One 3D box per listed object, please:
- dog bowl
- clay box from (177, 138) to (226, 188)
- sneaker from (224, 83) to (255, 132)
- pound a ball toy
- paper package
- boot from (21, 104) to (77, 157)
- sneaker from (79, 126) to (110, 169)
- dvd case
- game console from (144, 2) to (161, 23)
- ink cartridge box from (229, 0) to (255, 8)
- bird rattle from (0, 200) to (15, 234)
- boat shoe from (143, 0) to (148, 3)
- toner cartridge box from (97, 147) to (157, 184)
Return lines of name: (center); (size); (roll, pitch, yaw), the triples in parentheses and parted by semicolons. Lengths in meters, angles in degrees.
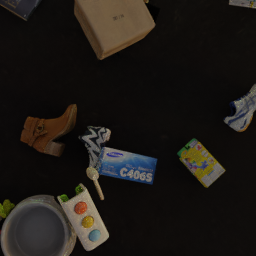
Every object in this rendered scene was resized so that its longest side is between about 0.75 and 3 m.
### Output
dog bowl: (-3.280, 3.860, 10.186); (2.743, 0.804, 2.743); (0, 83, 1)
clay box: (2.752, 1.311, 10.725); (0.977, 0.405, 1.700); (-41, 84, -5)
sneaker: (4.504, -0.944, 10.840); (0.933, 0.797, 2.118); (29, 83, 4)
pound a ball toy: (-1.279, 2.740, 9.477); (1.542, 1.005, 2.365); (-28, 111, -20)
paper package: (-0.550, -4.131, 10.579); (2.352, 1.217, 2.242); (-30, 96, -14)
boot: (-3.030, -0.130, 10.815); (1.698, 0.839, 2.187); (21, 90, 7)
sneaker: (-1.443, 0.705, 10.694); (1.104, 0.677, 1.696); (19, 99, 14)
dvd case: (-4.829, -6.002, 11.821); (2.658, 0.212, 1.977); (32, 84, 4)
game console: (0.847, -5.363, 11.372); (1.341, 0.274, 2.273); (23, 103, 3)
ink cartridge box: (5.091, -5.690, 11.307); (1.547, 1.135, 1.130); (9, 82, 2)
bird rattle: (-5.035, 3.279, 10.431); (1.260, 0.871, 1.546); (34, 97, 15)
boat shoe: (0.134, -6.054, 11.481); (0.796, 0.714, 2.151); (-37, 94, -7)
toner cartridge box: (-0.017, 1.405, 10.360); (2.094, 0.452, 0.995); (14, 81, -18)
